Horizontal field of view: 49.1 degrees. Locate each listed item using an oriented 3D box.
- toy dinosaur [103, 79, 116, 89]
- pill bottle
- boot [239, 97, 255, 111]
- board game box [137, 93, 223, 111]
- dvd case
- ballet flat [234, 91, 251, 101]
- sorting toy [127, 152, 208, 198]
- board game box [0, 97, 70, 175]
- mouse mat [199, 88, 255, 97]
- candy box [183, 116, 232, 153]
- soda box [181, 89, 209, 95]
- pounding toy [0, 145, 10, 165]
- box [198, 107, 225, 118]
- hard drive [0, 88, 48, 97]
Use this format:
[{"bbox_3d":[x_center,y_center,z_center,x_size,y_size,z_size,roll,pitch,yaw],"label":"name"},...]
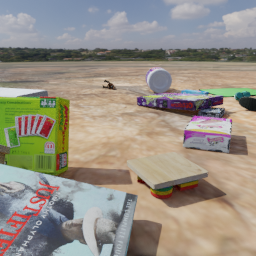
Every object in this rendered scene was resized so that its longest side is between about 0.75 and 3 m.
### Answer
[{"bbox_3d":[-0.929,-2.093,13.963,0.629,0.473,0.927,14,-7,-20],"label":"toy dinosaur"},{"bbox_3d":[1.398,-2.327,13.290,1.091,1.091,1.958,0,16,-2],"label":"pill bottle"},{"bbox_3d":[4.285,-0.809,9.214,1.175,0.424,0.887,13,17,22],"label":"boot"},{"bbox_3d":[1.656,-0.913,9.328,1.503,0.405,2.505,-17,18,-36],"label":"board game box"},{"bbox_3d":[-1.034,0.903,2.629,2.114,0.233,1.543,13,23,5],"label":"dvd case"},{"bbox_3d":[4.383,-1.226,10.956,1.048,0.353,0.369,-13,-4,-38],"label":"ballet flat"},{"bbox_3d":[0.544,0.689,4.095,0.866,0.303,0.871,-7,17,-23],"label":"sorting toy"},{"bbox_3d":[-2.126,0.086,4.490,2.286,1.161,0.544,2,0,6],"label":"board game box"},{"bbox_3d":[4.851,-1.640,12.758,2.661,0.100,2.142,-5,16,-12],"label":"mouse mat"},{"bbox_3d":[1.746,0.089,6.027,0.904,0.404,1.326,6,17,19],"label":"candy box"},{"bbox_3d":[2.616,-1.284,10.986,1.029,0.349,0.330,14,21,40],"label":"soda box"},{"bbox_3d":[-2.655,0.707,3.604,2.005,1.150,1.146,5,-12,-18],"label":"pounding toy"},{"bbox_3d":[2.490,-0.451,8.312,0.626,0.198,0.794,7,17,28],"label":"box"},{"bbox_3d":[-4.755,-1.293,11.015,2.621,0.344,1.728,7,17,23],"label":"hard drive"}]
